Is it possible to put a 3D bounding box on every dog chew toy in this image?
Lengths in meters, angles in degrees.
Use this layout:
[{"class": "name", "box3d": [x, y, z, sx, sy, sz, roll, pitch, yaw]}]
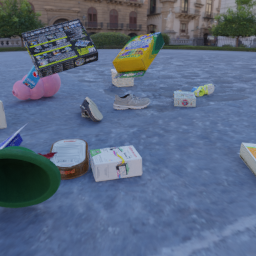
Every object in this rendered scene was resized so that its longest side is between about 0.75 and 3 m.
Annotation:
[{"class": "dog chew toy", "box3d": [-5.348, -2.470, 16.269, 1.746, 1.746, 2.803, 18, 36, 40]}]

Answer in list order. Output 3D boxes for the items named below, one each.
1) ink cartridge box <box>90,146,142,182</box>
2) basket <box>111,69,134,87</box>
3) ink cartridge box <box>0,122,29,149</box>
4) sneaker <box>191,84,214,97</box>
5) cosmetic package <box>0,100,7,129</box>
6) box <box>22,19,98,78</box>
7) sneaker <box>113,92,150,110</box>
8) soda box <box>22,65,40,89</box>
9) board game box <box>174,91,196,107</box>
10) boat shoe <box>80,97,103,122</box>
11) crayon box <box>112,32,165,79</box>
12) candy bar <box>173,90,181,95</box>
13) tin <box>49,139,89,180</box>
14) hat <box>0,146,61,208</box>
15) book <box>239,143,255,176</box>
[{"class": "ink cartridge box", "box3d": [-0.369, 1.019, 8.298, 1.386, 0.582, 1.003, -5, 21, -14]}, {"class": "basket", "box3d": [-0.399, -3.633, 20.081, 1.378, 1.118, 1.390, -8, 22, -20]}, {"class": "ink cartridge box", "box3d": [-3.596, 0.834, 7.598, 1.983, 0.466, 1.960, -33, 17, 10]}, {"class": "sneaker", "box3d": [4.605, -2.426, 17.511, 1.712, 0.648, 0.899, -16, 25, -35]}, {"class": "cosmetic package", "box3d": [-6.106, -0.778, 12.326, 0.831, 1.177, 2.273, -15, 24, -32]}, {"class": "box", "box3d": [-2.604, -3.114, 10.792, 2.389, 0.529, 1.914, -23, 69, -17]}, {"class": "sneaker", "box3d": [0.231, -1.441, 14.585, 2.014, 0.826, 0.752, -7, 22, -19]}, {"class": "soda box", "box3d": [-4.517, -2.829, 13.931, 0.567, 1.766, 0.599, 36, -25, -26]}, {"class": "board game box", "box3d": [3.133, -1.628, 15.578, 1.151, 0.502, 1.561, 3, 20, 8]}, {"class": "boat shoe", "box3d": [-1.815, -0.742, 13.276, 0.738, 0.855, 2.353, -43, 30, 6]}, {"class": "crayon box", "box3d": [0.394, -3.108, 11.929, 1.523, 0.625, 2.423, 3, 48, 35]}, {"class": "candy bar", "box3d": [3.101, -2.196, 17.620, 0.324, 0.144, 1.298, 7, 21, 19]}, {"class": "tin", "box3d": [-1.866, 0.898, 8.904, 1.255, 0.469, 2.242, 1, 20, -9]}, {"class": "hat", "box3d": [-2.629, 0.559, 6.813, 1.987, 2.399, 2.112, 6, 43, -17]}, {"class": "book", "box3d": [4.356, 1.104, 8.300, 1.370, 0.493, 2.051, 3, 21, 1]}]
